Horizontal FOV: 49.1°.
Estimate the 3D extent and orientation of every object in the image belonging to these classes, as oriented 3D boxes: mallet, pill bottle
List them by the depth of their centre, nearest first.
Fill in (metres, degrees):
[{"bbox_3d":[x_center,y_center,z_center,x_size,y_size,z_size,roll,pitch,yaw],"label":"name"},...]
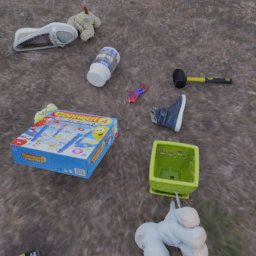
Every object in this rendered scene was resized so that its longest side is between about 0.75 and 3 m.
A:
[{"bbox_3d":[-1.034,-2.566,11.785,0.934,0.934,1.641,16,55,11],"label":"pill bottle"},{"bbox_3d":[3.096,-2.118,11.821,2.516,0.518,0.829,-3,49,-9],"label":"mallet"}]

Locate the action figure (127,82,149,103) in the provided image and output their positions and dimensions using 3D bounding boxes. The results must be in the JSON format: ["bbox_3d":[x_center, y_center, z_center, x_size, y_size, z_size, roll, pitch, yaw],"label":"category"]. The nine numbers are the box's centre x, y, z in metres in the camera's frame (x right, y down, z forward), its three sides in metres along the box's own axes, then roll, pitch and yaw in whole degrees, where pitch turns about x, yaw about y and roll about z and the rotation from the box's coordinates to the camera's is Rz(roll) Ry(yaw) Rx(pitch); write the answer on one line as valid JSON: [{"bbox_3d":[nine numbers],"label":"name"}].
[{"bbox_3d":[0.361,-1.488,11.232,0.399,0.605,1.223,32,62,22],"label":"action figure"}]

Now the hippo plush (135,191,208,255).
[{"bbox_3d":[1.005,2.777,7.419,1.600,1.585,1.990,-15,55,-12],"label":"hippo plush"}]

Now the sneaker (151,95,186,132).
[{"bbox_3d":[1.523,-0.724,10.608,1.201,0.632,1.662,15,56,8],"label":"sneaker"}]

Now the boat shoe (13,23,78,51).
[{"bbox_3d":[-3.787,-4.088,12.897,2.957,1.090,0.948,-3,59,3],"label":"boat shoe"}]

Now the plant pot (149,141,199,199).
[{"bbox_3d":[1.367,1.362,8.657,1.412,1.281,1.405,7,53,6],"label":"plant pot"}]

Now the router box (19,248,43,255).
[{"bbox_3d":[-2.702,4.178,7.068,1.360,0.452,1.729,-19,56,-14],"label":"router box"}]

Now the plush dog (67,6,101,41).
[{"bbox_3d":[-2.348,-5.108,13.630,1.464,1.367,1.704,-4,50,27],"label":"plush dog"}]

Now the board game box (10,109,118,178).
[{"bbox_3d":[-1.869,0.362,8.820,2.465,0.689,2.413,9,31,15],"label":"board game box"}]

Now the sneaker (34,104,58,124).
[{"bbox_3d":[-3.099,-0.504,10.593,0.414,0.409,1.084,30,60,21],"label":"sneaker"}]
